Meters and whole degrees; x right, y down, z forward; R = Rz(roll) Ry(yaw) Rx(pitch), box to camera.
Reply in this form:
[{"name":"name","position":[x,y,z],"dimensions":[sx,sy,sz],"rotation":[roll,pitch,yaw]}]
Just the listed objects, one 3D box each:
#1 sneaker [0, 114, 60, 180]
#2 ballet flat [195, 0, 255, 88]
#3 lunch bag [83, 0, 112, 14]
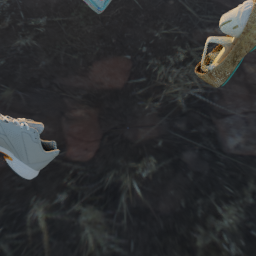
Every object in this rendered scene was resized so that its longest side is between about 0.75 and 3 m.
[{"name":"sneaker","position":[-1.980,0.028,4.760],"dimensions":[0.900,1.957,0.741],"rotation":[-36,40,4]},{"name":"ballet flat","position":[2.192,-1.848,5.893],"dimensions":[0.895,2.742,0.967],"rotation":[17,56,-4]},{"name":"lunch bag","position":[-1.082,-3.896,7.424],"dimensions":[0.978,1.603,1.366],"rotation":[-48,20,8]}]
